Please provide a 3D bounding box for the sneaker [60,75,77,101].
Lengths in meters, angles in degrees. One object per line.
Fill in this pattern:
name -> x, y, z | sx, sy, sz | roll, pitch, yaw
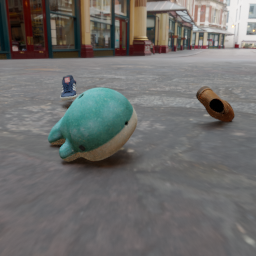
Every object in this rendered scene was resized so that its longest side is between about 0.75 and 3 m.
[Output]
sneaker -> -2.217, -1.530, 10.356 | 0.614, 0.692, 1.638 | -7, 26, -8

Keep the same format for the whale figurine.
whale figurine -> -0.907, -0.147, 5.710 | 2.236, 1.160, 1.779 | -1, 42, 43

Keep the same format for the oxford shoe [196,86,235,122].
oxford shoe -> 2.534, -0.505, 7.778 | 1.702, 0.607, 0.607 | 27, 22, -39
